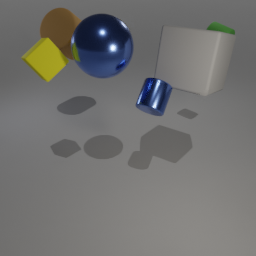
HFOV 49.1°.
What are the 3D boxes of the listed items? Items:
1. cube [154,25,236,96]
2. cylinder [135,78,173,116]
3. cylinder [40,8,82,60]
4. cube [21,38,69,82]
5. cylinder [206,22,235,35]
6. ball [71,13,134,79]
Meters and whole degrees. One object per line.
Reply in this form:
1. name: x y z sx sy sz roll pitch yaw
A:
1. cube: 1.648 -1.696 6.933 1.400 1.400 1.400 19 23 29
2. cylinder: 0.613 -0.725 6.612 0.700 0.700 0.700 20 -8 3
3. cylinder: -2.103 -3.238 9.815 1.400 1.400 1.400 11 2 19
4. cube: -1.925 -1.584 6.492 0.700 0.700 0.700 -47 30 -8
5. cylinder: 2.873 -2.892 8.841 0.700 0.700 0.700 38 45 27
6. ball: -0.570 -1.819 6.295 1.400 1.400 1.400 0 29 0
